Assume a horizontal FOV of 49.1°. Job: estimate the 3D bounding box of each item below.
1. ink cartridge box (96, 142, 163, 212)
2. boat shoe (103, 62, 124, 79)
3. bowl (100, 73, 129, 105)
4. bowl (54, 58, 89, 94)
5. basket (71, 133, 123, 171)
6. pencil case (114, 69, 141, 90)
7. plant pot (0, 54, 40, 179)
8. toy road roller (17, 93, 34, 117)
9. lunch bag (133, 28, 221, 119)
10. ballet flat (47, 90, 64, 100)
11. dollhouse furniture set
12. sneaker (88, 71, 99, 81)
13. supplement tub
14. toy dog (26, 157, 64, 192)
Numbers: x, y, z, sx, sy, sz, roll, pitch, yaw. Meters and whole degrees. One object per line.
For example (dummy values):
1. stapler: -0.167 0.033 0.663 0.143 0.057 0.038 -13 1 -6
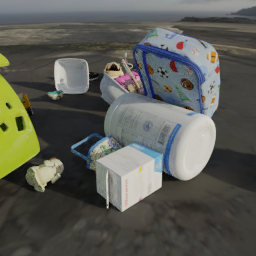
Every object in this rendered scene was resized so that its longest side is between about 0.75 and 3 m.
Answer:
1. ink cartridge box: -0.032 0.995 5.846 1.334 0.858 0.836 -21 32 -37
2. boat shoe: -0.672 -2.688 13.492 0.992 0.931 2.692 0 25 0
3. bowl: -0.424 -1.172 10.137 1.705 0.766 1.705 39 5 -4
4. bowl: -2.358 -2.212 11.978 1.472 1.470 0.550 2 13 6
5. basket: -0.690 0.563 6.848 1.107 0.770 0.976 24 35 23
6. pencil case: -0.108 -1.975 12.236 0.827 0.801 1.766 21 34 20
7. plant pot: -4.012 -0.226 5.734 2.905 2.636 2.890 0 19 21
8. toy road roller: -3.557 -0.742 9.470 0.534 0.869 0.634 -18 19 -7
9. lunch bag: 1.188 -1.128 7.065 2.100 2.620 0.990 26 66 29
10. ballet flat: -2.848 -1.282 11.070 0.380 0.321 1.004 16 18 15
11. dollhouse furniture set: -0.134 -1.960 11.120 1.724 1.544 2.176 -32 7 -1
12. sneaker: -2.201 -2.714 13.789 1.613 0.726 0.564 -9 27 -18
13. supplement tub: 0.738 0.124 6.879 1.569 1.569 2.379 -22 34 -39
14. toy dog: -1.811 1.013 6.311 0.823 0.574 0.798 -30 3 -43
